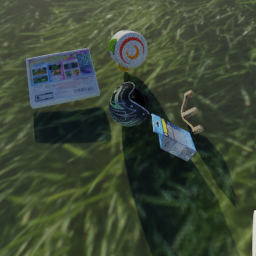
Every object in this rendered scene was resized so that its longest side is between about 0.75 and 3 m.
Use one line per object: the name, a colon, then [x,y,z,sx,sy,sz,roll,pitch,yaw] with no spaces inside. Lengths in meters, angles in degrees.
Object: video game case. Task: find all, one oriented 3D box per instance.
video game case: [-1.905,-1.480,8.104,1.905,0.226,1.734,-12,62,-7]

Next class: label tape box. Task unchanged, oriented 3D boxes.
label tape box: [0.953,0.207,6.401,1.099,0.363,0.788,25,28,-14]

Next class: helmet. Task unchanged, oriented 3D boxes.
helmet: [0.021,-0.525,7.064,1.049,1.049,1.000,4,64,3]

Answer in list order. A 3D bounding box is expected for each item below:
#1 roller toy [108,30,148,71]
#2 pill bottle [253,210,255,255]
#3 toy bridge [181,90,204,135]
roller toy: [0.003,-2.348,8.361,1.031,1.130,0.790,-36,32,-3]
pill bottle: [3.321,2.026,4.610,2.282,1.305,1.305,1,49,22]
toy bridge: [1.615,-0.379,7.288,0.435,0.176,1.295,-27,50,30]
